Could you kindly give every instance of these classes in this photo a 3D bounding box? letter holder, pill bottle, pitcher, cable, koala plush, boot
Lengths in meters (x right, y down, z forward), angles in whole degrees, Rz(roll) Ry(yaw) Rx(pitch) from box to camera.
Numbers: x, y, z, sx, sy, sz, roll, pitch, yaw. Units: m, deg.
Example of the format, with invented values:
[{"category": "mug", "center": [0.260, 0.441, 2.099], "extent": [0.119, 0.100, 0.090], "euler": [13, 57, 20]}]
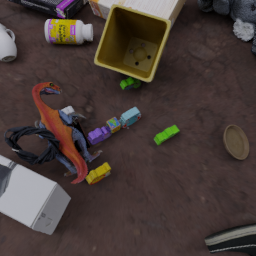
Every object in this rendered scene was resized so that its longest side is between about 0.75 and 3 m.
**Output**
[{"category": "letter holder", "center": [-1.379, 0.160, 7.487], "extent": [0.433, 0.612, 0.861], "euler": [-25, 69, -10]}, {"category": "pill bottle", "center": [-1.830, -3.008, 8.787], "extent": [1.396, 0.728, 0.728], "euler": [2, 67, 1]}, {"category": "pitcher", "center": [-3.778, -2.630, 8.691], "extent": [0.660, 0.934, 1.088], "euler": [-22, 86, 26]}, {"category": "cable", "center": [-2.087, 0.410, 6.251], "extent": [1.271, 1.037, 0.323], "euler": [-5, 30, 16]}, {"category": "koala plush", "center": [3.546, -4.085, 8.885], "extent": [2.267, 2.084, 2.011], "euler": [35, 80, -8]}, {"category": "boot", "center": [3.323, 3.165, 5.954], "extent": [2.997, 1.082, 2.264], "euler": [-6, 69, -2]}]

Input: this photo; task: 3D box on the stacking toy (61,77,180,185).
[{"category": "stacking toy", "center": [-0.321, -0.036, 7.617], "extent": [2.754, 0.647, 2.076], "euler": [-29, 71, -14]}]

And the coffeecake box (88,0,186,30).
[{"category": "coffeecake box", "center": [0.386, -4.244, 8.945], "extent": [2.636, 0.963, 2.023], "euler": [27, 85, 11]}]

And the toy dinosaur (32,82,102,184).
[{"category": "toy dinosaur", "center": [-1.577, -0.106, 6.832], "extent": [1.326, 2.525, 2.292], "euler": [-33, 102, -17]}]

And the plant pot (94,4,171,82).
[{"category": "plant pot", "center": [0.247, -2.204, 7.841], "extent": [1.610, 1.647, 1.599], "euler": [21, 98, 10]}]

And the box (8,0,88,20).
[{"category": "box", "center": [-2.609, -4.468, 9.374], "extent": [2.308, 0.417, 1.650], "euler": [22, 53, 10]}]

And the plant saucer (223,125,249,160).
[{"category": "plant saucer", "center": [2.855, 0.383, 7.439], "extent": [0.958, 0.141, 0.958], "euler": [12, 66, -28]}]

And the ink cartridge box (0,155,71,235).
[{"category": "ink cartridge box", "center": [-2.672, 1.355, 6.350], "extent": [2.398, 1.740, 1.004], "euler": [24, 67, 10]}]

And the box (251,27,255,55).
[{"category": "box", "center": [4.698, -2.920, 8.138], "extent": [1.647, 1.619, 1.021], "euler": [-3, 31, -2]}]
